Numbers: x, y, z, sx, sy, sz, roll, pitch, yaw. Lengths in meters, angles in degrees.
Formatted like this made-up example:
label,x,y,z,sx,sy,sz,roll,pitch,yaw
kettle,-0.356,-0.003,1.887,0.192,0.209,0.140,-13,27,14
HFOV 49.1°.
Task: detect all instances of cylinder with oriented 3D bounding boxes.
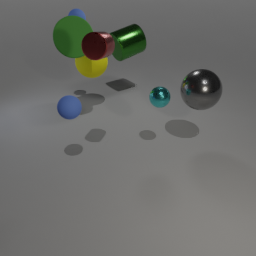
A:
label,x,y,z,sx,sy,sz,roll,pitch,yaw
cylinder,-0.775,-2.171,7.378,0.700,0.700,0.700,7,21,13
cylinder,-2.007,-3.321,10.172,1.400,1.400,1.400,-7,22,-12
cylinder,-0.053,-4.147,13.599,1.400,1.400,1.400,-28,38,-20

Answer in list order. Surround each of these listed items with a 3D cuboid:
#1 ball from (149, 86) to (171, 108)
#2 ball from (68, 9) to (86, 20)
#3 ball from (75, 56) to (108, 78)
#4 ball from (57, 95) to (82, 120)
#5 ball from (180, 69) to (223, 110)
label,x,y,z,sx,sy,sz,roll,pitch,yaw
ball,1.042,-1.010,9.168,0.700,0.700,0.700,0,29,0
ball,-2.049,-4.408,11.228,0.700,0.700,0.700,0,29,0
ball,-1.573,-2.869,12.089,1.400,1.400,1.400,0,29,0
ball,-1.696,-0.595,8.109,0.700,0.700,0.700,0,29,0
ball,2.501,-1.309,9.593,1.400,1.400,1.400,0,29,0
